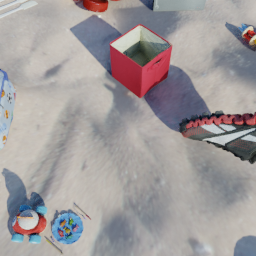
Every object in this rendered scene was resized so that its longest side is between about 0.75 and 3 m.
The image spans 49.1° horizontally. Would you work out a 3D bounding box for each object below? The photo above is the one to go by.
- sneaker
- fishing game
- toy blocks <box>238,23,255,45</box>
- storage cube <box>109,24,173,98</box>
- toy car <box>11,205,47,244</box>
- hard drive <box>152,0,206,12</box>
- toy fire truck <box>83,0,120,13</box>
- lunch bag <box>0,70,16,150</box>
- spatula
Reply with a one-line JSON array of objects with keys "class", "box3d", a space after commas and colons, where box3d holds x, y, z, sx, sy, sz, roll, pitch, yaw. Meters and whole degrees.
[{"class": "sneaker", "box3d": [2.480, 0.208, 6.639, 2.707, 0.957, 1.322, -4, 91, 34]}, {"class": "fishing game", "box3d": [-1.344, 2.222, 6.242, 0.708, 0.154, 0.989, 37, 64, 18]}, {"class": "toy blocks", "box3d": [4.428, -3.185, 9.477, 1.012, 0.441, 1.214, -22, 60, -13]}, {"class": "storage cube", "box3d": [0.356, -1.944, 8.175, 1.257, 1.322, 1.471, -40, 65, -22]}, {"class": "toy car", "box3d": [-2.178, 1.975, 5.984, 0.741, 0.838, 0.772, 3, 57, 2]}, {"class": "hard drive", "box3d": [1.868, -4.835, 9.984, 1.912, 1.335, 0.314, -2, 58, -1]}, {"class": "toy fire truck", "box3d": [-1.036, -5.635, 10.496, 2.867, 1.607, 2.408, 35, 46, 19]}, {"class": "lunch bag", "box3d": [-4.179, -0.407, 7.450, 2.007, 0.946, 2.505, -2, 57, 1]}, {"class": "spatula", "box3d": [-4.446, -4.698, 10.641, 1.678, 0.135, 1.167, -33, 69, -18]}]
